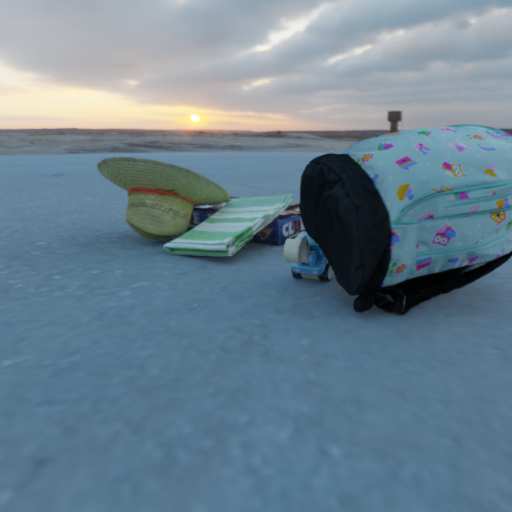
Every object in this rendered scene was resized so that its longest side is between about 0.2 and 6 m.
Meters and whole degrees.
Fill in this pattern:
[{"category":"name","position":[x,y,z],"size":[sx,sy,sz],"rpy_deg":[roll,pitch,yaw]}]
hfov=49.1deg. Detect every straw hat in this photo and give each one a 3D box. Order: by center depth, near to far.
[{"category":"straw hat","position":[-2.057,-0.987,11.972],"size":[2.933,1.241,2.933],"rpy_deg":[10,-10,2]}]

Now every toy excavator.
[{"category":"toy excavator","position":[0.808,-0.084,8.928],"size":[0.641,1.284,1.249],"rpy_deg":[6,48,25]}]

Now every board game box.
[{"category":"board game box","position":[-0.188,-0.928,13.569],"size":[3.403,0.589,2.305],"rpy_deg":[9,17,35]}]

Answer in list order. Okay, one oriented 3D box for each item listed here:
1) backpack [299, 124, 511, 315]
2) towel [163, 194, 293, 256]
[{"category":"backpack","position":[2.428,-0.719,8.061],"size":[3.095,1.959,2.583],"rpy_deg":[-9,46,-13]},{"category":"towel","position":[-0.534,-0.658,11.380],"size":[1.814,0.278,2.378],"rpy_deg":[1,30,39]}]
